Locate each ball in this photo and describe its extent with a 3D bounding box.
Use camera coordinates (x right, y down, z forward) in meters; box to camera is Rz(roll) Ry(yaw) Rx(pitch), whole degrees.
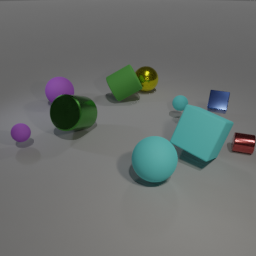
[{"bbox_3d":[-3.355,-1.814,13.785,1.400,1.400,1.400,0,28,0],"label":"ball"},{"bbox_3d":[2.329,-1.109,12.492,0.700,0.700,0.700,0,28,0],"label":"ball"},{"bbox_3d":[0.808,0.946,8.562,1.400,1.400,1.400,0,28,0],"label":"ball"},{"bbox_3d":[0.989,-2.709,15.509,1.400,1.400,1.400,0,28,0],"label":"ball"},{"bbox_3d":[-3.954,0.172,10.336,0.700,0.700,0.700,0,28,0],"label":"ball"}]

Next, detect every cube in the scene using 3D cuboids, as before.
[{"bbox_3d":[2.514,0.146,9.492,1.400,1.400,1.400,29,14,27],"label":"cube"},{"bbox_3d":[3.408,-0.982,10.576,0.700,0.700,0.700,11,-5,17],"label":"cube"}]

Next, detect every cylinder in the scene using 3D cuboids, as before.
[{"bbox_3d":[-2.138,-0.604,11.167,1.400,1.400,1.400,11,6,20],"label":"cylinder"},{"bbox_3d":[-0.186,-2.292,14.261,1.400,1.400,1.400,-28,27,9],"label":"cylinder"},{"bbox_3d":[4.203,0.548,10.198,0.700,0.700,0.700,9,30,15],"label":"cylinder"}]
